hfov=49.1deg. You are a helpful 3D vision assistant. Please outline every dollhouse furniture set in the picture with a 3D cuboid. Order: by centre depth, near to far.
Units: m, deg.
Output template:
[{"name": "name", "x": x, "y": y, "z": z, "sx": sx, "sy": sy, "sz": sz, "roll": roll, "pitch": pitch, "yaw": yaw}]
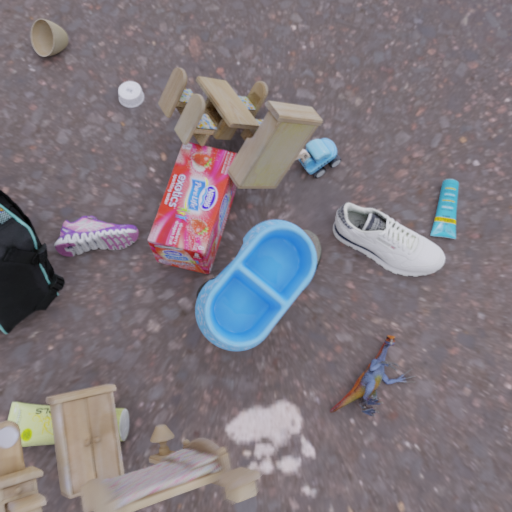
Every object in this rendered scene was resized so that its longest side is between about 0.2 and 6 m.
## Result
[{"name": "dollhouse furniture set", "x": -2.060, "y": 2.754, "z": 7.918, "sx": 2.771, "sy": 3.250, "sz": 1.587, "roll": -6, "pitch": 83, "yaw": -36}, {"name": "dollhouse furniture set", "x": -0.198, "y": -2.862, "z": 11.088, "sx": 2.284, "sy": 1.731, "sz": 2.606, "roll": -7, "pitch": 54, "yaw": -43}]

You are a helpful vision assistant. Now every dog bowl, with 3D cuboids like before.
[{"name": "dog bowl", "x": 0.050, "y": 0.480, "z": 9.082, "sx": 1.350, "sy": 0.600, "sz": 2.422, "roll": 40, "pitch": 84, "yaw": -5}]

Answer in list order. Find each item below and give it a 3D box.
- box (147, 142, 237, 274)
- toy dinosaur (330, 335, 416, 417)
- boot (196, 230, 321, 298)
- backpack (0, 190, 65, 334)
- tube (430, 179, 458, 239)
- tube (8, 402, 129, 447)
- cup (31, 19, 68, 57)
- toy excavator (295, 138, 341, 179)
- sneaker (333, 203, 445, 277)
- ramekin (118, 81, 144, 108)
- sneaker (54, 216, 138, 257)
[{"name": "box", "x": -1.198, "y": -0.970, "z": 11.274, "sx": 1.172, "sy": 1.123, "sz": 2.351, "roll": 14, "pitch": 68, "yaw": 6}, {"name": "toy dinosaur", "x": 2.127, "y": 2.102, "z": 10.247, "sx": 1.564, "sy": 0.821, "sz": 1.419, "roll": -2, "pitch": 46, "yaw": 13}, {"name": "boot", "x": 0.213, "y": 0.295, "z": 10.319, "sx": 2.881, "sy": 1.882, "sz": 0.976, "roll": -39, "pitch": 74, "yaw": -15}, {"name": "backpack", "x": -5.363, "y": -0.219, "z": 10.080, "sx": 2.385, "sy": 2.735, "sz": 3.111, "roll": -36, "pitch": 67, "yaw": -20}, {"name": "tube", "x": 4.001, "y": -0.971, "z": 11.758, "sx": 0.501, "sy": 0.326, "sz": 1.294, "roll": 8, "pitch": 71, "yaw": 17}, {"name": "tube", "x": -3.384, "y": 3.005, "z": 9.915, "sx": 2.189, "sy": 0.635, "sz": 0.568, "roll": -1, "pitch": 106, "yaw": 5}, {"name": "cup", "x": -4.844, "y": -5.171, "z": 13.312, "sx": 0.831, "sy": 0.831, "sz": 0.594, "roll": 41, "pitch": 33, "yaw": 16}, {"name": "toy excavator", "x": 1.096, "y": -2.097, "z": 11.730, "sx": 1.209, "sy": 1.243, "sz": 0.621, "roll": -35, "pitch": 70, "yaw": 6}, {"name": "sneaker", "x": 2.653, "y": -0.333, "z": 11.122, "sx": 2.337, "sy": 0.941, "sz": 0.893, "roll": 22, "pitch": 67, "yaw": 7}, {"name": "ramekin", "x": -2.896, "y": -3.737, "z": 12.915, "sx": 0.586, "sy": 0.286, "sz": 0.586, "roll": 1, "pitch": 67, "yaw": -2}, {"name": "sneaker", "x": -3.240, "y": -0.506, "z": 11.374, "sx": 1.665, "sy": 0.670, "sz": 0.736, "roll": -7, "pitch": 59, "yaw": -2}]
